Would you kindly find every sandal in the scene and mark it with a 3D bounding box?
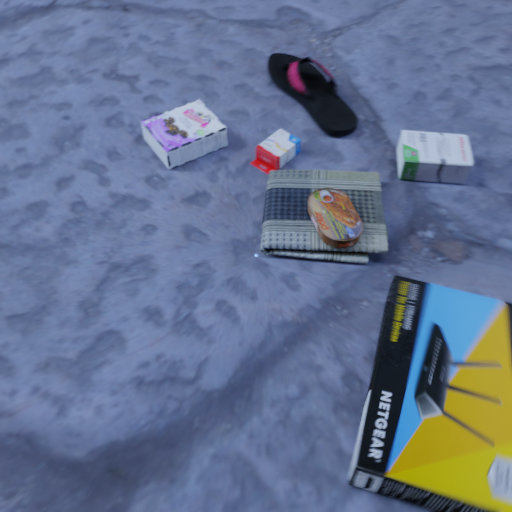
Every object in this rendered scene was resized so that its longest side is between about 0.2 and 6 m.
[{"bbox_3d":[1.244,-3.718,12.127,1.128,0.677,3.003,-21,54,-18],"label":"sandal"}]

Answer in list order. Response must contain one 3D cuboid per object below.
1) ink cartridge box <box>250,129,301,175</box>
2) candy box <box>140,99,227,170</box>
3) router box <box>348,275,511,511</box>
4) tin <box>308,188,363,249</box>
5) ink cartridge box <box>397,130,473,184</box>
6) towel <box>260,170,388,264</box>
[{"bbox_3d":[0.375,-2.045,11.008,0.550,0.318,0.947,34,59,25],"label":"ink cartridge box"},{"bbox_3d":[-1.436,-2.455,11.234,1.360,0.487,1.141,-27,56,-21],"label":"candy box"},{"bbox_3d":[2.663,1.844,7.516,2.260,0.774,3.030,14,52,11],"label":"router box"},{"bbox_3d":[1.317,-0.648,9.490,0.735,0.275,1.312,-8,48,-12],"label":"tin"},{"bbox_3d":[3.397,-1.891,10.743,1.265,0.532,0.923,6,51,5],"label":"ink cartridge box"},{"bbox_3d":[1.224,-0.758,10.008,2.190,0.378,2.108,2,48,4],"label":"towel"}]
